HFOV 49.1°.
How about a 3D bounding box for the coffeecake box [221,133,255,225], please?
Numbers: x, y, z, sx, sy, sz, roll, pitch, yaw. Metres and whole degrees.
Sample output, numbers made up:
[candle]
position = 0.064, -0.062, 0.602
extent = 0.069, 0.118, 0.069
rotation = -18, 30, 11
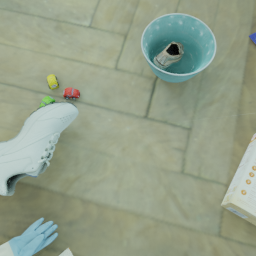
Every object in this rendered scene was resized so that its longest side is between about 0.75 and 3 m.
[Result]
[coffeecake box]
position = 3.349, 1.239, 6.386
extent = 1.576, 0.750, 2.053
rotation = 29, 73, 10

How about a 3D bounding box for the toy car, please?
[toy car]
position = -1.960, -0.870, 7.417
extent = 1.088, 0.243, 1.024
rotation = 33, 73, 11

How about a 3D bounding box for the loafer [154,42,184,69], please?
[loafer]
position = 1.174, -1.964, 7.253
extent = 0.510, 0.446, 1.419
rotation = 44, 46, 2

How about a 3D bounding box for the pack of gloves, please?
[pack of gloves]
position = -2.061, 2.966, 5.996
extent = 1.817, 0.359, 1.527
rotation = -32, 66, -8

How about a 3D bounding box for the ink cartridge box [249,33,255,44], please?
[ink cartridge box]
position = 4.755, -2.350, 7.865
extent = 1.867, 0.444, 1.889
rotation = -26, 74, -9

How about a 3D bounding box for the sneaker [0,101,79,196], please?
[sneaker]
position = -2.133, 0.464, 6.522
extent = 2.671, 0.995, 1.163
rotation = -43, 72, -7

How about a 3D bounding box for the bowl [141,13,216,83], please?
[bowl]
position = 1.255, -1.958, 7.416
extent = 1.874, 0.980, 1.874
rotation = 0, 71, -1
